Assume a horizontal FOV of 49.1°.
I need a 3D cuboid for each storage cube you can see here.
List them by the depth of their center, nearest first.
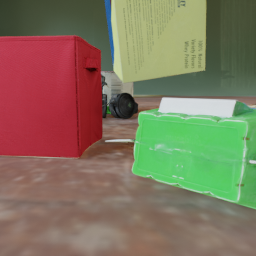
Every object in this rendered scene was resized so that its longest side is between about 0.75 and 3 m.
[{"bbox_3d":[-1.655,-0.612,5.496,2.236,2.010,1.911,0,8,6],"label":"storage cube"}]

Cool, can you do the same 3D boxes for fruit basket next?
[{"bbox_3d":[1.208,0.193,3.380,2.072,1.049,2.238,8,8,44],"label":"fruit basket"}]

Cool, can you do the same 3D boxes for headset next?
[{"bbox_3d":[-0.650,-1.057,10.698,1.848,1.406,2.993,1,-3,14],"label":"headset"}]

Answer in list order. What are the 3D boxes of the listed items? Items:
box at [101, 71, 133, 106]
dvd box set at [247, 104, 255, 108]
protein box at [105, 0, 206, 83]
[{"bbox_3d":[-1.087,-1.762,13.765,1.624,1.906,2.982,-4,9,-25],"label":"box"},{"bbox_3d":[5.740,-0.619,10.424,2.120,0.426,2.897,-9,11,-17],"label":"dvd box set"},{"bbox_3d":[0.853,-3.179,9.104,2.763,2.743,1.864,-10,25,-8],"label":"protein box"}]
